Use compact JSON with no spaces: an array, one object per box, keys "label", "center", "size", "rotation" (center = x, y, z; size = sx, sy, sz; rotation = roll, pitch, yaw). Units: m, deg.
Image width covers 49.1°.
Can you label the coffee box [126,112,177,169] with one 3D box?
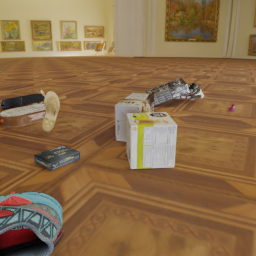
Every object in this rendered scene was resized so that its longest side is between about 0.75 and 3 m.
[{"label":"coffee box","center":[0.669,0.337,8.537],"size":[1.341,1.356,1.354],"rotation":[-2,19,-5]}]

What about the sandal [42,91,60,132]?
[{"label":"sandal","center":[-2.937,-0.759,10.917],"size":[0.650,1.772,0.583],"rotation":[17,-29,-28]}]

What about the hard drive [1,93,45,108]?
[{"label":"hard drive","center":[-5.411,-1.399,14.375],"size":[2.325,0.492,1.568],"rotation":[0,14,43]}]

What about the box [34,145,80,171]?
[{"label":"box","center":[-2.157,0.892,8.583],"size":[0.871,0.282,1.105],"rotation":[17,25,38]}]

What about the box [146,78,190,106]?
[{"label":"box","center":[2.152,-2.015,15.504],"size":[2.192,0.546,1.729],"rotation":[-21,20,6]}]

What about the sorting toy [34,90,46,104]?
[{"label":"sorting toy","center":[-4.779,-1.497,15.150],"size":[0.466,0.872,0.785],"rotation":[35,14,-26]}]

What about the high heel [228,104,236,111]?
[{"label":"high heel","center":[5.290,-1.058,14.380],"size":[0.367,0.258,0.765],"rotation":[13,33,6]}]

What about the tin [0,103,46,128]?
[{"label":"tin","center":[-4.510,-0.618,12.719],"size":[1.531,0.572,2.734],"rotation":[21,27,38]}]

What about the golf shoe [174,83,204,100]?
[{"label":"golf shoe","center":[3.336,-1.971,16.436],"size":[1.029,0.902,2.336],"rotation":[33,-14,-31]}]

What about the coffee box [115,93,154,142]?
[{"label":"coffee box","center":[0.323,-0.495,10.971],"size":[0.957,1.373,2.400],"rotation":[5,20,16]}]

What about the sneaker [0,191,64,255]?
[{"label":"sneaker","center":[-2.532,1.800,4.636],"size":[2.868,1.137,1.370],"rotation":[-6,21,-15]}]
